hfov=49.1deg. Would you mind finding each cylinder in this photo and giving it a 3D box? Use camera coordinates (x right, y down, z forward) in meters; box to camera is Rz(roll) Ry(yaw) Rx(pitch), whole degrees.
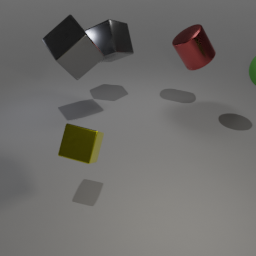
[{"bbox_3d":[2.838,-3.454,12.061,1.400,1.400,1.400,-29,30,19],"label":"cylinder"}]

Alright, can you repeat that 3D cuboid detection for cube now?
[{"bbox_3d":[-0.993,0.340,6.056,0.700,0.700,0.700,14,-2,7],"label":"cube"},{"bbox_3d":[-0.802,-3.778,12.339,1.400,1.400,1.400,-10,5,34],"label":"cube"},{"bbox_3d":[-1.985,-2.925,10.276,1.400,1.400,1.400,-39,59,5],"label":"cube"}]

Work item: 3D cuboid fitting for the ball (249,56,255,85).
[{"bbox_3d":[4.932,-2.011,9.666,1.400,1.400,1.400,0,30,0],"label":"ball"}]
